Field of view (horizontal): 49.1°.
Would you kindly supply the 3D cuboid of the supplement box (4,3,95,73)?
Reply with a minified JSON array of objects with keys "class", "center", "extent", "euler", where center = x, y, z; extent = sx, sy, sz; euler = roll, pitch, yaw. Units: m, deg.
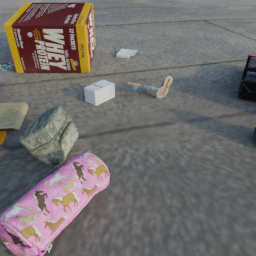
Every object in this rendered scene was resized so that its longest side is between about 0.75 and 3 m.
[{"class":"supplement box","center":[-2.991,-3.820,11.686],"extent":[2.941,1.953,2.901],"euler":[0,39,0]}]

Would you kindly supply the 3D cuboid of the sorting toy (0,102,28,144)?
[{"class":"sorting toy","center":[-3.797,-0.147,7.902],"extent":[1.553,0.279,2.084],"euler":[1,33,-7]}]

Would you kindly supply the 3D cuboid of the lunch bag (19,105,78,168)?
[{"class":"lunch bag","center":[-1.754,0.210,6.646],"extent":[0.869,1.046,1.247],"euler":[-22,27,22]}]

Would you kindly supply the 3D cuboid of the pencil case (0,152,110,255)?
[{"class":"pencil case","center":[-1.214,1.286,5.024],"extent":[0.909,0.949,2.195],"euler":[-29,9,40]}]

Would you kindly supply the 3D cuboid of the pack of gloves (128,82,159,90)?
[{"class":"pack of gloves","center":[0.467,-1.304,9.244],"extent":[1.001,0.235,1.191],"euler":[11,8,-2]}]

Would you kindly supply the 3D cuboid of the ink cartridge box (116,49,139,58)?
[{"class":"ink cartridge box","center":[-0.010,-3.448,13.001],"extent":[0.859,0.174,0.858],"euler":[9,34,14]}]

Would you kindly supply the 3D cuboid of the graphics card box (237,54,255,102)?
[{"class":"graphics card box","center":[5.004,-1.753,9.883],"extent":[1.828,0.741,2.913],"euler":[14,34,19]}]

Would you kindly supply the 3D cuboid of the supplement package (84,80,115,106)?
[{"class":"supplement package","center":[-0.921,-1.168,9.188],"extent":[0.521,0.523,0.892],"euler":[25,41,33]}]

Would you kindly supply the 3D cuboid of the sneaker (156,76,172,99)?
[{"class":"sneaker","center":[1.206,-1.340,9.253],"extent":[0.322,0.822,0.318],"euler":[29,16,-8]}]

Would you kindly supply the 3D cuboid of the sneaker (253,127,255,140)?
[{"class":"sneaker","center":[4.457,0.023,6.325],"extent":[2.845,1.643,1.076],"euler":[23,39,31]}]

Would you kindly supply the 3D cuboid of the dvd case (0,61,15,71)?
[{"class":"dvd case","center":[-4.969,-2.640,11.843],"extent":[0.627,0.094,0.859],"euler":[28,42,36]}]
